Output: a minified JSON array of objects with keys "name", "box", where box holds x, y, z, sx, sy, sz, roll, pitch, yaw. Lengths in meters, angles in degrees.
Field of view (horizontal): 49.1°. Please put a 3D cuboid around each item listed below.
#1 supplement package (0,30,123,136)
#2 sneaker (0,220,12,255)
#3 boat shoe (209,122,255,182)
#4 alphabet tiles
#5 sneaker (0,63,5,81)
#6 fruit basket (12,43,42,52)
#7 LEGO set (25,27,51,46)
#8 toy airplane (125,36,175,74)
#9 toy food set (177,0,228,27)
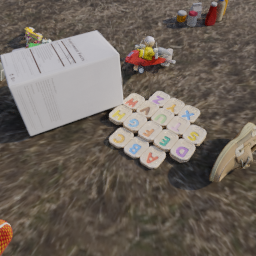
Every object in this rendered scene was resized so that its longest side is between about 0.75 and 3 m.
[{"name":"supplement package","box":[-1.764,-1.324,7.860,2.822,1.711,1.690,-20,46,-16]},{"name":"sneaker","box":[-3.021,2.621,5.424,0.699,0.661,1.812,4,42,34]},{"name":"boat shoe","box":[2.734,0.641,6.852,0.647,0.715,2.005,35,65,28]},{"name":"alphabet tiles","box":[0.802,-0.095,7.905,2.617,0.191,2.560,31,56,23]},{"name":"sneaker","box":[-4.422,-1.573,8.951,0.608,0.534,1.518,0,50,4]},{"name":"fruit basket","box":[-3.583,-2.501,9.841,1.183,0.554,1.095,-14,49,9]},{"name":"LEGO set","box":[-3.623,-3.368,10.610,1.544,0.575,0.710,35,23,32]},{"name":"toy airplane","box":[0.833,-2.490,9.308,1.548,1.092,1.541,3,25,23]},{"name":"toy food set","box":[3.154,-4.883,11.465,2.190,0.985,1.045,-9,50,-7]}]
